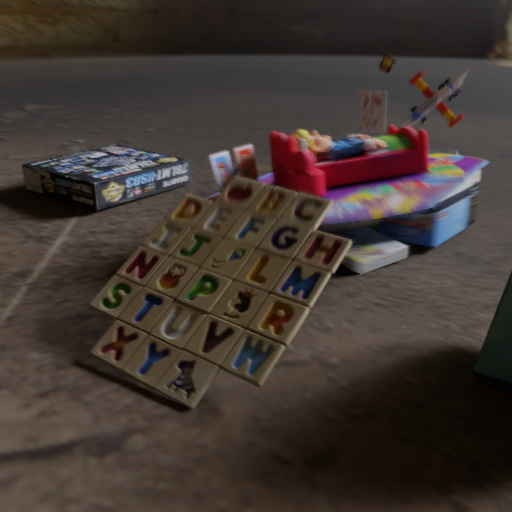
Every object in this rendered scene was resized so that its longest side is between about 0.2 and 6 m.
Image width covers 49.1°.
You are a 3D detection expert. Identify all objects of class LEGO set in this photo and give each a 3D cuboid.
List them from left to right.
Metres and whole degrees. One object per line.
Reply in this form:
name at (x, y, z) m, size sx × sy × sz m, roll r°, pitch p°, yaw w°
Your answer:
LEGO set at (3.187, -2.800, 11.657) m, size 2.164 × 2.897 × 0.711 m, roll 3°, pitch -6°, yaw 6°

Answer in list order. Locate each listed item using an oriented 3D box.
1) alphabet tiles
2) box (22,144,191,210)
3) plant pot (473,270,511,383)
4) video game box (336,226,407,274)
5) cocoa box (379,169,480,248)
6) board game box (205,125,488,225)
alphabet tiles at (-0.451, 0.214, 6.422) m, size 2.465 × 0.094 × 2.962 m, roll 18°, pitch 58°, yaw 31°
box at (-3.153, -1.752, 11.940) m, size 2.531 × 0.634 × 2.550 m, roll 18°, pitch 29°, yaw 34°
plant pot at (3.238, 0.520, 5.385) m, size 1.595 × 1.987 × 1.987 m, roll 22°, pitch 31°, yaw 22°
video game box at (1.648, -0.106, 8.664) m, size 0.917 × 0.236 × 1.006 m, roll -15°, pitch 28°, yaw -25°
cocoa box at (2.932, -0.922, 9.489) m, size 1.072 × 1.055 × 1.608 m, roll 16°, pitch 28°, yaw 40°
board game box at (1.311, -1.576, 8.766) m, size 3.778 × 0.931 × 4.782 m, roll 5°, pitch 22°, yaw 36°
